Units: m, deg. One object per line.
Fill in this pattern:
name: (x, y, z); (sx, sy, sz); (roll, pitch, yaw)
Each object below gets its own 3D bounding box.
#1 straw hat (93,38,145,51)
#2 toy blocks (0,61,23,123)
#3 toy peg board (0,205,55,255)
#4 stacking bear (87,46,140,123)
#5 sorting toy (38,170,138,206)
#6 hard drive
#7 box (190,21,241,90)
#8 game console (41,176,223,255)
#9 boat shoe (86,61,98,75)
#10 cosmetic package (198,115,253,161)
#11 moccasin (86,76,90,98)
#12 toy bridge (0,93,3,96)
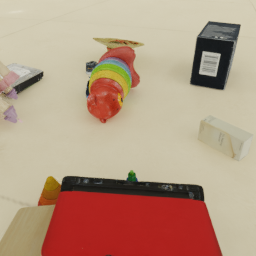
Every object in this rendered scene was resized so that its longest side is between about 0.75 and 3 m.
straw hat: (-0.431, -3.469, 12.919); (2.530, 1.071, 2.530); (7, 22, -3)
toy blocks: (-4.221, -0.702, 8.669); (2.145, 1.806, 2.005); (-51, 24, -22)
toy peg board: (-1.209, 2.325, 4.670); (1.939, 0.952, 1.947); (-9, 30, 14)
stacking bear: (-0.611, -1.373, 9.540); (1.573, 1.680, 2.766); (-2, 40, 14)
sorting toy: (-0.849, 1.266, 6.135); (2.317, 0.798, 0.803); (-7, 34, -8)
hard drive: (-4.516, -1.970, 11.011); (1.480, 0.401, 2.118); (17, 31, 11)
box: (3.597, -3.039, 11.464); (1.411, 1.956, 2.635); (13, 37, 18)
game console: (0.038, 1.684, 4.779); (2.451, 2.112, 1.455); (5, 60, -2)
boat shoe: (-1.303, -2.683, 12.234); (1.129, 0.513, 0.400); (-15, 37, -21)
cosmetic package: (2.641, 0.253, 7.722); (0.494, 0.700, 1.351); (-27, 41, -32)
moccasin: (-1.290, -1.655, 10.721); (0.587, 0.498, 1.459); (-1, 34, -1)
toy bridge: (-4.910, -1.662, 11.001); (0.497, 0.201, 1.477); (-10, 36, -16)
